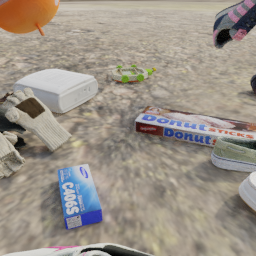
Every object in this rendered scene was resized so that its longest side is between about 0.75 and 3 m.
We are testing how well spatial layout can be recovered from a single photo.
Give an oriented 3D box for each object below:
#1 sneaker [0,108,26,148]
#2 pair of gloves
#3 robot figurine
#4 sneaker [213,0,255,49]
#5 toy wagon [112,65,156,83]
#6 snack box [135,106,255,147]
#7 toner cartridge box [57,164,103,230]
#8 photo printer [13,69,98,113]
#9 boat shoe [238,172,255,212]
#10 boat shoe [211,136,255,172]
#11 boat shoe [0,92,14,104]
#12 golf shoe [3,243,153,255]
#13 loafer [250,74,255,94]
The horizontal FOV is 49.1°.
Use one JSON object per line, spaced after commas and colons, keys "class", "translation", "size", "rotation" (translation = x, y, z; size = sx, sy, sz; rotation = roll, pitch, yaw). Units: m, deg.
{"class": "sneaker", "translation": [-3.733, -0.035, 6.484], "size": [2.686, 0.807, 1.401], "rotation": [3, 25, -16]}
{"class": "pair of gloves", "translation": [-2.505, 0.035, 6.057], "size": [1.776, 0.366, 2.089], "rotation": [45, 50, 15]}
{"class": "robot figurine", "translation": [-1.838, -2.369, 4.271], "size": [1.476, 2.052, 1.196], "rotation": [-10, 28, 37]}
{"class": "sneaker", "translation": [3.422, -3.049, 7.823], "size": [0.955, 1.116, 2.722], "rotation": [18, -11, -17]}
{"class": "toy wagon", "translation": [0.256, -2.106, 10.834], "size": [1.719, 0.340, 1.334], "rotation": [-5, 29, -10]}
{"class": "snack box", "translation": [1.695, -0.005, 6.968], "size": [2.899, 0.352, 1.042], "rotation": [11, 31, 19]}
{"class": "toner cartridge box", "translation": [-0.882, 1.151, 4.945], "size": [0.608, 0.276, 1.279], "rotation": [-9, 30, -16]}
{"class": "photo printer", "translation": [-2.340, -1.253, 8.824], "size": [2.176, 0.756, 1.810], "rotation": [16, 33, 27]}
{"class": "boat shoe", "translation": [3.246, 1.161, 4.129], "size": [2.993, 1.038, 1.060], "rotation": [18, 34, 30]}
{"class": "boat shoe", "translation": [2.730, 0.546, 5.699], "size": [1.970, 0.611, 0.709], "rotation": [2, 29, 4]}
{"class": "boat shoe", "translation": [-3.783, -0.999, 8.860], "size": [0.794, 0.286, 0.286], "rotation": [-25, 37, -37]}
{"class": "golf shoe", "translation": [-0.545, 1.651, 3.167], "size": [2.452, 1.129, 0.890], "rotation": [1, 32, 6]}
{"class": "loafer", "translation": [5.309, -1.337, 9.116], "size": [2.440, 0.877, 0.768], "rotation": [1, 47, 15]}
